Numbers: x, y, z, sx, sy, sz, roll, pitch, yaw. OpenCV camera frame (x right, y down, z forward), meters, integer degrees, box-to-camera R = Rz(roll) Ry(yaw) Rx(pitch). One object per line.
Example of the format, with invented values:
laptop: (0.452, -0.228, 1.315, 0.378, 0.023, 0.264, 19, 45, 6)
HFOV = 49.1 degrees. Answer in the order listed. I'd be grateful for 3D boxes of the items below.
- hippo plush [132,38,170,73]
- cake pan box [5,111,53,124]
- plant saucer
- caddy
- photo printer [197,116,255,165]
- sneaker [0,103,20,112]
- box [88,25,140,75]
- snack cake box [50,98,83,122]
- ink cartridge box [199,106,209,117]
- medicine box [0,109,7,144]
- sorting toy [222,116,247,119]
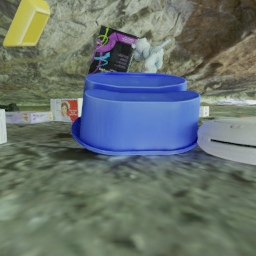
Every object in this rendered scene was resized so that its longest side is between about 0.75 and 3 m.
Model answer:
hippo plush: (0.561, -2.446, 9.327, 1.065, 1.324, 1.055, 37, 58, 16)
cake pan box: (-4.321, -0.458, 11.609, 1.840, 0.481, 1.695, 2, 4, 15)
plant saucer: (-2.070, -2.179, 5.968, 0.272, 1.122, 1.122, 32, 17, -5)
caddy: (0.174, -0.197, 5.175, 2.421, 1.271, 1.711, 0, 29, -7)
photo printer: (2.102, 0.162, 4.418, 1.753, 0.609, 1.459, -4, 8, -35)
sneaker: (-5.890, -0.775, 13.063, 1.380, 0.795, 2.647, 2, 7, -29)
box: (-0.659, -2.878, 11.721, 1.695, 2.371, 0.428, 23, 17, 18)
snack cake box: (-2.567, -0.785, 12.142, 1.733, 0.997, 0.582, 4, 7, 34)
ink cartridge box: (3.962, -0.954, 16.036, 0.991, 0.579, 1.708, 3, 6, 28)
medicine box: (-3.334, 0.014, 5.382, 1.279, 0.723, 1.404, 1, 5, 15)
sorting toy: (4.065, -0.159, 8.655, 2.914, 0.429, 2.154, -5, 7, -38)
